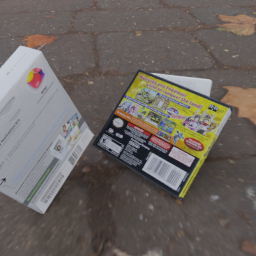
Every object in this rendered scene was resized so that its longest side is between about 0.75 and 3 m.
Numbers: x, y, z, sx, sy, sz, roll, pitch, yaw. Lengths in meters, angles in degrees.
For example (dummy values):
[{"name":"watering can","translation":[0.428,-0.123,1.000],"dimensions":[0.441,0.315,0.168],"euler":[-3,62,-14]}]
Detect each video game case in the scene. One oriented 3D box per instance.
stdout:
[{"name":"video game case","translation":[0.764,0.018,6.979],"dimensions":[2.693,0.343,2.433],"euler":[28,84,28]}]

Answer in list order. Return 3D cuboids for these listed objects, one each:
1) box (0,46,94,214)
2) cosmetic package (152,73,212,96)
[{"name":"box","translation":[-1.827,0.241,5.405],"dimensions":[0.574,2.790,2.175],"euler":[21,67,23]},{"name":"cosmetic package","translation":[1.534,-1.148,9.043],"dimensions":[2.094,1.062,0.746],"euler":[9,15,11]}]
